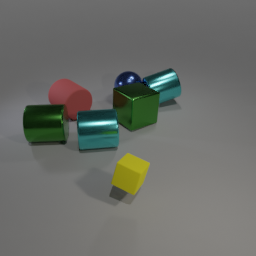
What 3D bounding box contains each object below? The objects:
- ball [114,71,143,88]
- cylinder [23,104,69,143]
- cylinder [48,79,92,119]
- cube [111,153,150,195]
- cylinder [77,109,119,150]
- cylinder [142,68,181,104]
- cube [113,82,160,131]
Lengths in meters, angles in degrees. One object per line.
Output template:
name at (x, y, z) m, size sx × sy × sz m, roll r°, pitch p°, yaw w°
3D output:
ball at (0.029, -2.039, 13.529) m, size 1.400 × 1.400 × 1.400 m, roll 0°, pitch 31°, yaw 0°
cylinder at (-3.015, -0.182, 10.458) m, size 1.400 × 1.400 × 1.400 m, roll -2°, pitch 31°, yaw -3°
cylinder at (-2.502, -1.270, 12.152) m, size 1.400 × 1.400 × 1.400 m, roll -25°, pitch 42°, yaw -35°
cube at (0.069, 1.204, 7.441) m, size 0.700 × 0.700 × 0.700 m, roll 23°, pitch 24°, yaw 16°
cylinder at (-1.085, 0.037, 10.090) m, size 1.400 × 1.400 × 1.400 m, roll -4°, pitch 31°, yaw -7°
cylinder at (1.561, -1.903, 13.048) m, size 1.400 × 1.400 × 1.400 m, roll -20°, pitch 34°, yaw -6°
cube at (0.310, -0.932, 11.650) m, size 1.400 × 1.400 × 1.400 m, roll -18°, pitch 35°, yaw -32°
